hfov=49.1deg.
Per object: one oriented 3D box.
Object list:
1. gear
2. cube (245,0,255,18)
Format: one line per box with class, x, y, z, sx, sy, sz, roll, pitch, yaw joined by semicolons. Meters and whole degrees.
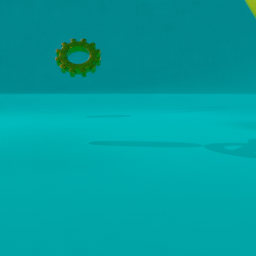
gear;-1.819;-2.599;10.314;1.630;1.630;0.302;-1;-28;-4
cube;3.024;-2.759;5.970;0.811;0.811;0.811;-31;-25;30
